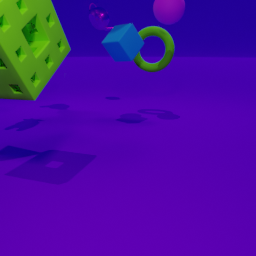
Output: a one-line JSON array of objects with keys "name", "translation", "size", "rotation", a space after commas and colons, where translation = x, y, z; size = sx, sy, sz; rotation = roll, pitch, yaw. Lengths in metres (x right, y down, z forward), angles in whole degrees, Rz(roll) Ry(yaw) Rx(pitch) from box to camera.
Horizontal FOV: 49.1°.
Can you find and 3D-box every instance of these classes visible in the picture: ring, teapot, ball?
[{"name": "ring", "translation": [0.796, -2.566, 9.187], "size": [1.458, 1.458, 0.292], "rotation": [5, 14, 18]}, {"name": "teapot", "translation": [-1.082, -4.417, 11.296], "size": [0.713, 1.457, 0.906], "rotation": [-38, 2, -16]}, {"name": "ball", "translation": [1.111, -3.254, 7.584], "size": [0.858, 0.858, 0.858], "rotation": [0, 16, 0]}]

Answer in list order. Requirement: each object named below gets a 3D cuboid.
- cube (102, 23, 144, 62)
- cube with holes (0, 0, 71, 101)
[{"name": "cube", "translation": [-0.135, -2.385, 7.879], "size": [0.729, 0.729, 0.729], "rotation": [12, 62, 45]}, {"name": "cube with holes", "translation": [-1.837, -1.305, 4.045], "size": [1.257, 1.257, 1.257], "rotation": [5, 50, 20]}]
